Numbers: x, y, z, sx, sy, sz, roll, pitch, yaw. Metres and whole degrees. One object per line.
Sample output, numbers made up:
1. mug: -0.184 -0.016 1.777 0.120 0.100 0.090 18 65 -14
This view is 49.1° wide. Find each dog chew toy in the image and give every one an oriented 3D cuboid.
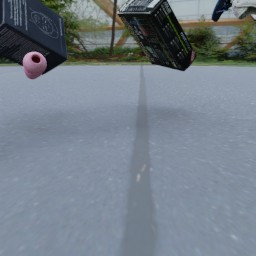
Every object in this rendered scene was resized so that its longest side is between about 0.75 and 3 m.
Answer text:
1. dog chew toy: -2.379 -1.517 7.055 0.555 0.555 0.891 -9 -13 -30

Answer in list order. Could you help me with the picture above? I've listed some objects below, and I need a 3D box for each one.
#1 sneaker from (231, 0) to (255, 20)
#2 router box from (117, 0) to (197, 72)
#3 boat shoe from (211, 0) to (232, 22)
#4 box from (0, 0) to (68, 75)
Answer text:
1. sneaker: 2.635 -3.302 6.558 2.300 1.146 0.861 45 20 23
2. router box: 0.957 -3.024 9.116 0.745 2.397 1.796 -50 39 -9
3. boat shoe: 2.746 -3.504 7.841 0.425 1.239 0.521 36 56 14
4. box: -3.033 -2.880 8.231 1.204 1.668 2.248 -22 -24 28
